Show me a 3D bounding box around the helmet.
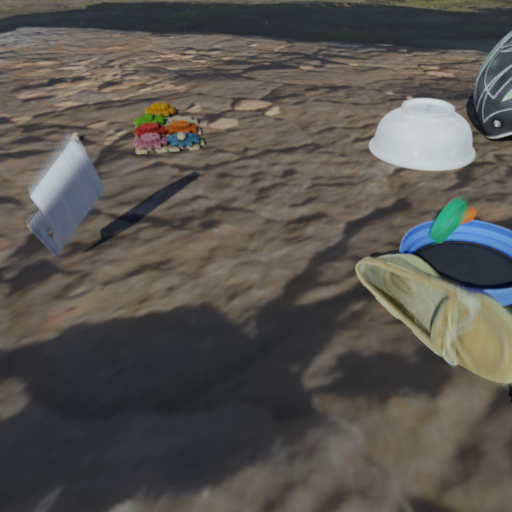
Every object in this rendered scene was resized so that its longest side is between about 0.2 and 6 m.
[{"bbox_3d":[6.685,-3.930,12.806,3.029,3.177,3.177,26,37,7],"label":"helmet"}]

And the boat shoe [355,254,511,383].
[{"bbox_3d":[2.207,0.694,6.997,0.797,0.924,2.533,3,27,-27],"label":"boat shoe"}]

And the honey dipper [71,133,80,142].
[{"bbox_3d":[-4.299,-2.652,13.173,0.174,0.174,0.918,-4,34,-6],"label":"honey dipper"}]

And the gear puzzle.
[{"bbox_3d":[-2.256,-3.355,14.030,1.645,0.416,3.175,-6,33,-9],"label":"gear puzzle"}]

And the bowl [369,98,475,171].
[{"bbox_3d":[3.818,-2.879,12.689,2.396,1.077,2.396,0,33,0],"label":"bowl"}]

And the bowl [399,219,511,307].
[{"bbox_3d":[3.201,0.087,8.502,2.022,0.397,2.022,-2,33,1],"label":"bowl"}]

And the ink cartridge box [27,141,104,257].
[{"bbox_3d":[-2.802,-0.793,8.136,0.292,1.322,1.347,30,72,6],"label":"ink cartridge box"}]

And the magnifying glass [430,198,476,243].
[{"bbox_3d":[2.930,-0.549,8.199,0.185,0.657,1.652,35,25,27],"label":"magnifying glass"}]
